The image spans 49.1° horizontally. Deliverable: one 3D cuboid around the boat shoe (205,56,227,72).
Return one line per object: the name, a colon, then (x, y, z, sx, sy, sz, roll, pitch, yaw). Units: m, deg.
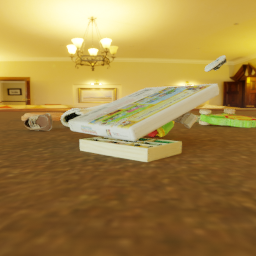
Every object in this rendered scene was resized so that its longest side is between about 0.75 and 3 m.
boat shoe: (3.742, -2.633, 11.827, 1.150, 0.366, 0.407, -34, 24, -14)

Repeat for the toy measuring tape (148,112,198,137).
toy measuring tape: (0.895, -0.124, 6.395, 0.874, 0.874, 2.377, -2, 10, -25)

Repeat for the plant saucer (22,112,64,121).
plant saucer: (-4.045, -0.570, 13.685, 2.177, 0.351, 2.177, -1, 5, 0)

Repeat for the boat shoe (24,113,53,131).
boat shoe: (-2.641, -0.139, 8.219, 0.499, 0.527, 1.391, -9, 0, -40)

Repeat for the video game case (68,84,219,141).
video game case: (0.286, -0.411, 5.846, 2.409, 0.276, 2.193, -27, 20, -34)

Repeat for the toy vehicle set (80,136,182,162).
toy vehicle set: (0.021, 0.303, 4.659, 1.470, 0.195, 0.913, 4, 7, 41)

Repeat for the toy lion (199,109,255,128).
toy lion: (3.648, -0.290, 9.991, 1.716, 0.589, 1.645, -2, 13, -17)

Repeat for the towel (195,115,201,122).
towel: (2.825, -0.429, 12.390, 1.176, 0.289, 1.585, -1, 5, -20)

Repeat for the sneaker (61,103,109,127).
sneaker: (-1.196, -0.384, 9.656, 2.160, 0.796, 1.248, -9, 6, 5)
